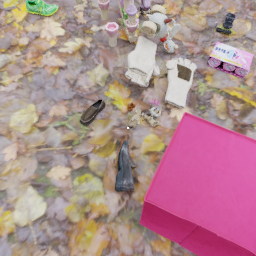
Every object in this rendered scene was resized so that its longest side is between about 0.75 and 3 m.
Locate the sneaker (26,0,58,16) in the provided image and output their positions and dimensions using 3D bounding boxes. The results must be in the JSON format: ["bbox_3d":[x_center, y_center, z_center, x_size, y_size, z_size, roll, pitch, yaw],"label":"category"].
[{"bbox_3d":[-4.346,-6.070,14.023,1.659,0.693,0.614,4,59,2],"label":"sneaker"}]

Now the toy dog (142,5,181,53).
[{"bbox_3d":[1.654,-4.048,11.729,1.169,2.427,1.601,19,100,37],"label":"toy dog"}]

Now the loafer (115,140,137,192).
[{"bbox_3d":[-0.039,1.329,9.849,0.671,0.675,1.855,7,70,-4],"label":"loafer"}]

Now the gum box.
[{"bbox_3d":[4.517,-2.968,12.291,1.787,0.591,1.014,24,62,13],"label":"gum box"}]

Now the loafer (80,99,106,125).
[{"bbox_3d":[-1.430,-0.696,11.055,0.498,0.487,1.365,31,65,16],"label":"loafer"}]

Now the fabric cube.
[{"bbox_3d":[2.249,1.871,8.183,2.953,2.943,2.897,24,62,13],"label":"fabric cube"}]

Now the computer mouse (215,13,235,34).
[{"bbox_3d":[4.723,-5.109,13.731,0.906,0.297,1.290,14,69,8],"label":"computer mouse"}]

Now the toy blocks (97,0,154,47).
[{"bbox_3d":[0.081,-5.558,12.819,2.699,2.272,2.522,-12,60,-7],"label":"toy blocks"}]

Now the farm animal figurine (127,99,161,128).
[{"bbox_3d":[0.617,-0.512,10.888,1.361,0.684,1.099,-5,73,-17],"label":"farm animal figurine"}]

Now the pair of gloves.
[{"bbox_3d":[1.374,-2.381,11.420,2.944,0.516,2.503,28,56,-9],"label":"pair of gloves"}]
